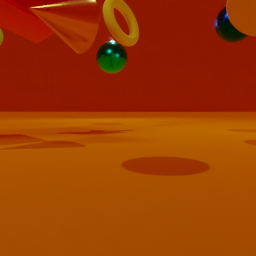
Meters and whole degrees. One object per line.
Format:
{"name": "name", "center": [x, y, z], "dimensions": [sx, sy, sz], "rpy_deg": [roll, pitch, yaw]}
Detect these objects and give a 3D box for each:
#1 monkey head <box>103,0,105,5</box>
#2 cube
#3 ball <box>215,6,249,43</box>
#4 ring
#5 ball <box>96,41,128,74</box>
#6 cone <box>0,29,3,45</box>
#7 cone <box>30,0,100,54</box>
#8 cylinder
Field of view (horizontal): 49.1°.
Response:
{"name": "monkey head", "center": [-0.556, -4.117, 7.999], "dimensions": [1.499, 0.903, 1.078], "rpy_deg": [-8, -22, -11]}
{"name": "cube", "center": [-2.110, -2.801, 5.870], "dimensions": [1.331, 1.331, 1.331], "rpy_deg": [20, -11, -36]}
{"name": "ball", "center": [3.049, -3.004, 8.019], "dimensions": [1.090, 1.090, 1.090], "rpy_deg": [0, 4, 0]}
{"name": "ring", "center": [-0.169, -2.922, 7.708], "dimensions": [0.278, 1.390, 1.390], "rpy_deg": [-18, -7, 35]}
{"name": "ball", "center": [-0.652, -2.853, 11.345], "dimensions": [1.277, 1.277, 1.277], "rpy_deg": [0, 4, 0]}
{"name": "cone", "center": [-4.720, -3.101, 9.293], "dimensions": [0.858, 0.858, 0.862], "rpy_deg": [0, 13, -7]}
{"name": "cone", "center": [-1.150, -1.831, 4.656], "dimensions": [0.978, 0.974, 0.974], "rpy_deg": [4, 0, -40]}
{"name": "cylinder", "center": [2.542, -2.430, 5.185], "dimensions": [1.026, 1.026, 1.026], "rpy_deg": [-48, 23, -17]}
